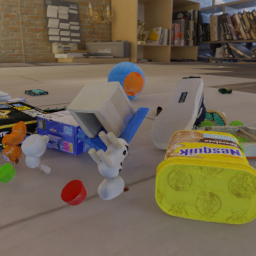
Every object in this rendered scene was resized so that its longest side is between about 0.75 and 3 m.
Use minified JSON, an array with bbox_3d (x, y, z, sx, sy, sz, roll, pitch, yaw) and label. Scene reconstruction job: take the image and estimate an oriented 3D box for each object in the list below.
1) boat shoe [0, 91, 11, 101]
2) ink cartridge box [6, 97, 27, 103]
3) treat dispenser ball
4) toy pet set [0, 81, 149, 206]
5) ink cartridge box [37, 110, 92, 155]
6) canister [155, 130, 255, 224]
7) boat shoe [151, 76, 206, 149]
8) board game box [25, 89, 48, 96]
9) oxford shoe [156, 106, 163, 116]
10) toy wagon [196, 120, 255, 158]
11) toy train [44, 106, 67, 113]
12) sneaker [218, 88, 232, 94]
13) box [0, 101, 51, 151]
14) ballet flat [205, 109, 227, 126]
[{"bbox_3d":[-6.648,-1.702,13.609,1.947,0.650,0.716,3,17,10],"label":"boat shoe"},{"bbox_3d":[-5.154,-1.271,13.011,0.488,0.172,0.818,8,21,25],"label":"ink cartridge box"},{"bbox_3d":[-0.094,-2.268,13.556,1.806,1.806,1.806,0,16,0],"label":"treat dispenser ball"},{"bbox_3d":[-0.967,0.466,5.786,2.950,1.567,2.755,6,51,38],"label":"toy pet set"},{"bbox_3d":[-1.371,0.034,7.315,1.404,0.785,2.057,13,17,33],"label":"ink cartridge box"},{"bbox_3d":[1.363,0.697,5.008,1.537,0.896,2.070,4,15,12],"label":"canister"},{"bbox_3d":[1.597,-0.159,7.827,1.064,1.322,2.850,4,44,34],"label":"boat shoe"},{"bbox_3d":[-5.010,-1.943,15.302,0.829,0.173,1.225,-14,21,-40],"label":"board game box"},{"bbox_3d":[1.231,-0.673,10.666,0.291,0.338,0.802,0,15,7],"label":"oxford shoe"},{"bbox_3d":[2.996,0.285,7.088,2.549,0.504,1.977,-1,17,-4],"label":"toy wagon"},{"bbox_3d":[-2.528,-0.526,10.051,1.081,0.461,0.616,-5,5,-11],"label":"toy train"},{"bbox_3d":[5.308,-2.019,15.433,0.824,0.322,0.351,4,7,-19],"label":"sneaker"},{"bbox_3d":[-3.705,-0.125,8.140,2.324,0.718,2.910,-11,20,-39],"label":"box"},{"bbox_3d":[2.998,-0.404,9.368,0.445,0.485,1.412,-20,20,-7],"label":"ballet flat"}]
